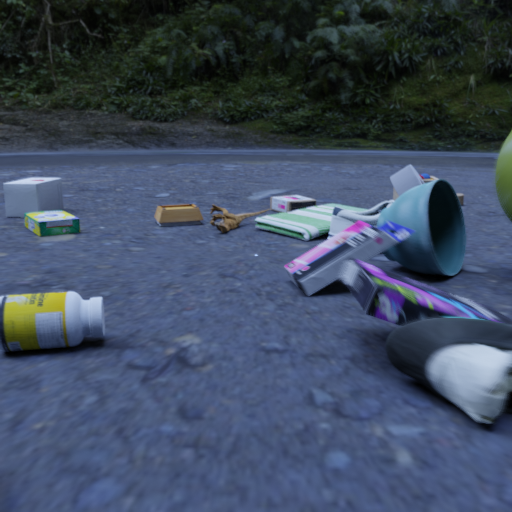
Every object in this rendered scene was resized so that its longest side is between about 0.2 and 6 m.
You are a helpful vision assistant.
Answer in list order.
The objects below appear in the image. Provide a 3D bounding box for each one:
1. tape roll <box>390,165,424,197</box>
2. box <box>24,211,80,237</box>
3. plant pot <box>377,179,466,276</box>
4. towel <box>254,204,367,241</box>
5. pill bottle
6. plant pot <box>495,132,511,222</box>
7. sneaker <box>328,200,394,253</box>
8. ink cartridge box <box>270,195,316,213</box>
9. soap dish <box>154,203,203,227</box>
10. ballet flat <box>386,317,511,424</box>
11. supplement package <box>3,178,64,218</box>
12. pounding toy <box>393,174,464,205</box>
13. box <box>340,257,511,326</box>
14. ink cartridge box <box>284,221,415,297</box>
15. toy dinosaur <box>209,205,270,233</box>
[{"bbox_3d":[3.527,-1.181,12.072,0.518,1.568,1.568,-32,3,21],"label":"tape roll"},{"bbox_3d":[-4.771,-0.784,13.004,0.927,0.382,1.580,-9,14,-34],"label":"box"},{"bbox_3d":[2.677,-0.412,9.311,1.050,1.567,1.567,-7,6,40],"label":"plant pot"},{"bbox_3d":[1.486,-0.820,13.031,2.514,0.294,1.918,-14,19,-36],"label":"towel"},{"bbox_3d":[-2.265,0.715,6.212,1.102,0.617,0.617,-3,14,-12],"label":"pill bottle"},{"bbox_3d":[5.093,-1.063,7.556,3.510,3.510,3.379,-1,12,-3],"label":"plant pot"},{"bbox_3d":[2.739,-0.577,10.854,2.689,0.952,0.982,-2,14,-9],"label":"sneaker"},{"bbox_3d":[1.023,-1.411,15.526,0.886,0.404,1.075,-6,16,-28],"label":"ink cartridge box"},{"bbox_3d":[-1.918,-1.015,13.790,1.090,0.443,0.858,-5,14,-17],"label":"soap dish"},{"bbox_3d":[2.224,1.015,4.648,2.391,0.813,0.818,4,23,24],"label":"ballet flat"},{"bbox_3d":[-6.007,-1.602,15.210,0.933,0.922,1.539,1,14,5],"label":"supplement package"},{"bbox_3d":[5.249,-1.979,16.833,1.956,0.895,1.719,1,13,5],"label":"pounding toy"},{"bbox_3d":[1.951,0.581,6.070,1.895,0.342,1.355,20,10,-6],"label":"box"},{"bbox_3d":[1.373,-0.083,8.459,1.865,0.346,0.883,-29,18,-4],"label":"ink cartridge box"},{"bbox_3d":[-0.573,-0.845,13.268,0.979,0.556,1.842,27,31,19],"label":"toy dinosaur"}]
